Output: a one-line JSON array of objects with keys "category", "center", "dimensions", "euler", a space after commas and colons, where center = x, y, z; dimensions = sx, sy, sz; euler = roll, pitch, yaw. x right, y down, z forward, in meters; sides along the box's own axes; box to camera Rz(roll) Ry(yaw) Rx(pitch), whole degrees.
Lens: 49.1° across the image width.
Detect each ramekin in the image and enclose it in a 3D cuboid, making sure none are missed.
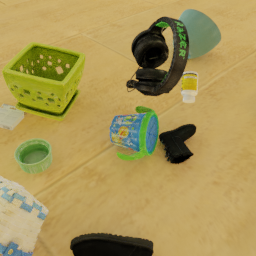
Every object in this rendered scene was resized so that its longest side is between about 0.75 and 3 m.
[{"category": "ramekin", "center": [-2.906, 0.896, 8.752], "dimensions": [1.111, 0.543, 1.111], "euler": [0, 43, 0]}]

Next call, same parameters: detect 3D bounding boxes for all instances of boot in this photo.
[{"category": "boot", "center": [-0.369, 3.186, 6.109], "dimensions": [2.065, 0.777, 1.544], "euler": [3, 43, 3]}, {"category": "boot", "center": [1.782, 0.513, 9.180], "dimensions": [1.436, 0.531, 1.177], "euler": [-16, 43, -7]}]

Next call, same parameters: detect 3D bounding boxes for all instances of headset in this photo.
[{"category": "headset", "center": [0.753, -1.572, 7.207], "dimensions": [1.317, 2.804, 1.731], "euler": [4, 75, -25]}]

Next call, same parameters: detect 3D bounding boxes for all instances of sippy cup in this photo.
[{"category": "sippy cup", "center": [0.172, 0.124, 9.101], "dimensions": [1.342, 1.438, 1.831], "euler": [6, 17, 22]}]

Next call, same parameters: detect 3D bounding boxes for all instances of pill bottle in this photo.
[{"category": "pill bottle", "center": [1.735, -1.141, 7.897], "dimensions": [0.458, 0.458, 0.822], "euler": [3, 81, 4]}]

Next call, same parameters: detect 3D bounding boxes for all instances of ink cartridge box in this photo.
[{"category": "ink cartridge box", "center": [-4.469, -0.421, 10.405], "dimensions": [1.077, 0.219, 1.079], "euler": [13, 43, 12]}]

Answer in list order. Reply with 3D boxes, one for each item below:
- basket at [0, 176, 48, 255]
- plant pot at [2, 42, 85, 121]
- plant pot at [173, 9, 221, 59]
[{"category": "basket", "center": [-3.050, 2.410, 6.231], "dimensions": [2.107, 1.662, 2.389], "euler": [18, 64, 45]}, {"category": "plant pot", "center": [-2.924, -1.602, 10.255], "dimensions": [2.210, 2.005, 2.199], "euler": [15, 44, 3]}, {"category": "plant pot", "center": [3.033, -4.223, 13.364], "dimensions": [2.272, 2.272, 1.530], "euler": [36, 85, 32]}]
